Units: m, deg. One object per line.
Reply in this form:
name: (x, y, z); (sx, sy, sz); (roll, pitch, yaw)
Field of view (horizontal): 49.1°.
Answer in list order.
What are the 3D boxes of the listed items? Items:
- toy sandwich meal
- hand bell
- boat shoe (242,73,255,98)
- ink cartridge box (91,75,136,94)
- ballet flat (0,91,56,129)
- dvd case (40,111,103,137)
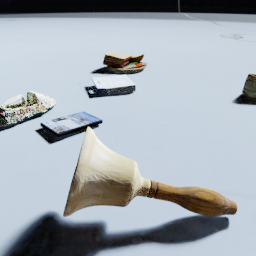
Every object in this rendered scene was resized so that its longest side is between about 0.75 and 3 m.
toy sandwich meal: (-0.099, -2.936, 12.225); (1.936, 0.663, 1.936); (0, 26, 0)
hand bell: (0.428, 0.916, 4.126); (2.460, 1.281, 1.281); (15, 25, -7)
boat shoe: (4.909, -1.341, 8.867); (2.344, 0.778, 0.868); (3, 26, 5)
ink cartridge box: (-0.541, -1.524, 9.811); (1.337, 0.271, 1.335); (-7, 27, -13)
ballet flat: (-2.719, -0.625, 7.574); (0.773, 0.653, 2.044); (13, 29, 25)
dvd case: (-1.417, -0.122, 7.072); (1.294, 0.114, 0.923); (-19, 30, -37)
